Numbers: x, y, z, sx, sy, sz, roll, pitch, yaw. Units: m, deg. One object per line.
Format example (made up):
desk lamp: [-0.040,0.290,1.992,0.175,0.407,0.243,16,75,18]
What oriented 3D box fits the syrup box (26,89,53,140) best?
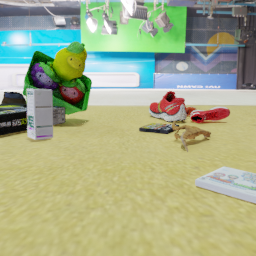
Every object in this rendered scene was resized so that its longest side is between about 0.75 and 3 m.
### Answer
syrup box: [-2.352,-0.377,7.457,0.535,1.315,0.518,-5,10,-40]

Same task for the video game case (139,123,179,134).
video game case: [0.993,0.004,8.763,0.943,0.133,1.044,6,12,28]

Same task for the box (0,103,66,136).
box: [-4.125,-0.387,9.345,2.872,0.707,2.974,8,12,26]

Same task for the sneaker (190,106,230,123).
sneaker: [3.004,-0.397,10.293,1.448,0.567,0.836,-9,14,21]

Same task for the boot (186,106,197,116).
boot: [2.491,-0.665,12.044,1.063,0.399,0.570,-8,15,-5]

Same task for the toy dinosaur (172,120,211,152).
toy dinosaur: [1.505,0.124,6.965,0.917,0.522,1.727,10,14,39]

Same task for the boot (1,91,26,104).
boot: [-4.666,-1.143,12.634,1.997,0.968,0.746,-6,23,-37]

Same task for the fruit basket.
fruit basket: [-2.298,-1.842,10.008,2.580,1.861,2.580,4,-32,2]

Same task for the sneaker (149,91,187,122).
sneaker: [1.638,-0.936,11.286,1.010,1.113,2.622,-3,10,-19]

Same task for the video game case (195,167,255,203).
video game case: [1.666,0.810,4.116,1.011,0.120,0.921,9,13,44]
